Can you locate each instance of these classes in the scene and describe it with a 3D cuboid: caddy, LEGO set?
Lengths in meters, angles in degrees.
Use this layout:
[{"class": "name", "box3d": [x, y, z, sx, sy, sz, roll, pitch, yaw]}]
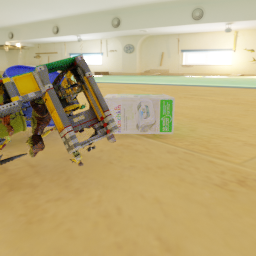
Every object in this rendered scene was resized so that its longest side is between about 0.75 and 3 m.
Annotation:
[{"class": "caddy", "box3d": [-2.232, -0.684, 6.678, 1.882, 1.330, 0.988, -1, -32, -42]}, {"class": "LEGO set", "box3d": [-1.428, 0.090, 4.393, 2.626, 1.521, 2.019, -24, -3, -39]}]

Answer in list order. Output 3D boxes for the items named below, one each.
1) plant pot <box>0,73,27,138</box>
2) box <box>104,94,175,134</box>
[{"class": "plant pot", "box3d": [-3.164, -0.279, 5.752, 1.486, 1.544, 1.544, -32, 28, -28]}, {"class": "box", "box3d": [0.219, -0.401, 7.294, 1.670, 0.915, 1.893, 1, 10, 0]}]
